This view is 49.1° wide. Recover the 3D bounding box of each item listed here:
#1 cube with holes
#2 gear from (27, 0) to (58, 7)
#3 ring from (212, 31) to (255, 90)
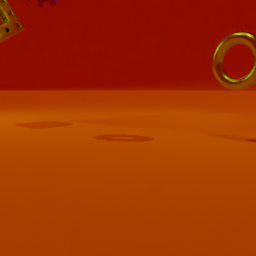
[{"bbox_3d":[-4.311,-3.330,8.881,1.185,1.185,1.185,-3,34,43],"label":"cube with holes"},{"bbox_3d":[-2.015,-3.513,6.507,1.281,1.281,0.237,0,43,-1],"label":"gear"},{"bbox_3d":[2.333,-1.417,5.953,0.241,1.205,1.205,-12,14,-40],"label":"ring"}]
